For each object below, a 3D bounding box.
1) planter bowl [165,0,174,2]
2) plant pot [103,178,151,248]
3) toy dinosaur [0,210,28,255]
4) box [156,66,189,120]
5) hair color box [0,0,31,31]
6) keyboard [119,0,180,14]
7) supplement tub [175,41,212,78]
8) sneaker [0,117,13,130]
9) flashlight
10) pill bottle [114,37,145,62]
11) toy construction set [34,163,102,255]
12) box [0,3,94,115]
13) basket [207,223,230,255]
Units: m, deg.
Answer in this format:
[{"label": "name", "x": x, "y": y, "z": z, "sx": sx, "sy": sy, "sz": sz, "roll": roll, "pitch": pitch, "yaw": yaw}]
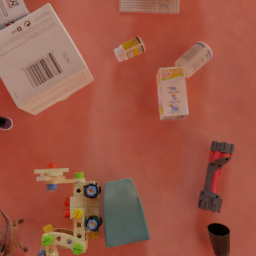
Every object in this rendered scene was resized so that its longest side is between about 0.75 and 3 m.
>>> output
[{"label": "planter bowl", "x": 1.180, "y": -4.843, "z": 8.167, "sx": 2.521, "sy": 2.521, "sz": 1.697, "roll": 37, "pitch": 106, "yaw": 4}, {"label": "plant pot", "x": -0.140, "y": 2.317, "z": 7.930, "sx": 1.181, "sy": 1.180, "sz": 1.671, "roll": -11, "pitch": 77, "yaw": -1}, {"label": "toy dinosaur", "x": -3.367, "y": 3.140, "z": 7.815, "sx": 0.715, "sy": 1.129, "sz": 1.666, "roll": -7, "pitch": 84, "yaw": -1}, {"label": "box", "x": 1.311, "y": -1.016, "z": 8.409, "sx": 0.740, "sy": 0.821, "sz": 1.460, "roll": -4, "pitch": 84, "yaw": 0}, {"label": "hair color box", "x": -4.472, "y": -3.246, "z": 8.587, "sx": 2.875, "sy": 0.872, "sz": 1.423, "roll": -26, "pitch": 81, "yaw": -2}, {"label": "keyboard", "x": 0.698, "y": -4.017, "z": 9.096, "sx": 1.956, "sy": 0.104, "sz": 0.551, "roll": 2, "pitch": 84, "yaw": 0}, {"label": "supplement tub", "x": 2.020, "y": -2.107, "z": 8.612, "sx": 1.010, "sy": 0.667, "sz": 0.667, "roll": -41, "pitch": 85, "yaw": -4}, {"label": "sneaker", "x": -4.237, "y": -0.212, "z": 8.445, "sx": 1.331, "sy": 0.583, "sz": 0.504, "roll": 0, "pitch": 84, "yaw": 0}, {"label": "flashlight", "x": 2.633, "y": 1.420, "z": 8.240, "sx": 0.694, "sy": 0.692, "sz": 2.043, "roll": 12, "pitch": 85, "yaw": -24}, {"label": "pill bottle", "x": 0.042, "y": -2.439, "z": 8.728, "sx": 0.880, "sy": 0.503, "sz": 0.503, "roll": -26, "pitch": 85, "yaw": -3}, {"label": "toy construction set", "x": -1.720, "y": 2.344, "z": 7.890, "sx": 1.906, "sy": 1.339, "sz": 2.907, "roll": -3, "pitch": 95, "yaw": 0}, {"label": "box", "x": -2.531, "y": -1.914, "z": 8.194, "sx": 2.202, "sy": 1.447, "sz": 2.214, "roll": -31, "pitch": 85, "yaw": -3}, {"label": "basket", "x": 2.629, "y": 3.228, "z": 7.977, "sx": 0.534, "sy": 0.708, "sz": 0.785, "roll": -18, "pitch": 103, "yaw": -24}]
